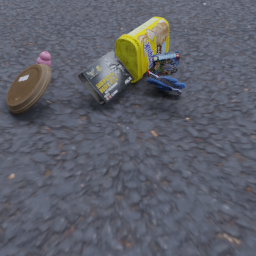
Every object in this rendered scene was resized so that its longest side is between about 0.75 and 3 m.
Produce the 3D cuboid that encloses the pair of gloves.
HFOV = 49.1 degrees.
[{"bbox_3d":[1.246,-1.486,9.314,1.313,1.633,0.186,23,88,6],"label":"pair of gloves"}]

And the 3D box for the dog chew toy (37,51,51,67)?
[{"bbox_3d":[-3.147,-2.392,10.451,0.605,0.972,0.605,17,32,-11],"label":"dog chew toy"}]

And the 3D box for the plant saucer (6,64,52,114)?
[{"bbox_3d":[-3.259,-1.331,9.031,1.924,0.283,1.924,-20,52,27],"label":"plant saucer"}]

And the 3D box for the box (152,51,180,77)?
[{"bbox_3d":[1.303,-2.200,9.784,0.879,1.287,0.243,-9,75,3],"label":"box"}]

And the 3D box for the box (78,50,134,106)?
[{"bbox_3d":[-0.704,-1.695,9.413,1.598,1.266,0.386,-46,15,-34],"label":"box"}]

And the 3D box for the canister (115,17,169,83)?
[{"bbox_3d":[0.609,-2.997,10.526,0.989,1.698,2.286,23,49,28],"label":"canister"}]
